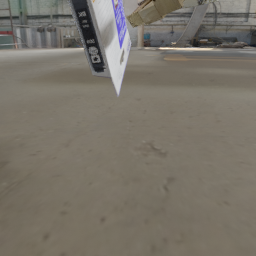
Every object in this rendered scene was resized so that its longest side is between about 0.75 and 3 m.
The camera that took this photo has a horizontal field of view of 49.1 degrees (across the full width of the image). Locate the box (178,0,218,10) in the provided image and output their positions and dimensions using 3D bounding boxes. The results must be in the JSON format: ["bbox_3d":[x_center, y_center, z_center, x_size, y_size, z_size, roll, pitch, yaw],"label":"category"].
[{"bbox_3d":[2.189,-4.221,8.995,1.351,0.555,0.462,-2,30,26],"label":"box"}]

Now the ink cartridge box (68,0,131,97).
[{"bbox_3d":[-0.486,-2.311,6.303,0.515,2.374,2.352,-2,45,14],"label":"ink cartridge box"}]

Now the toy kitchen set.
[{"bbox_3d":[0.535,-3.030,5.579,1.466,1.323,1.196,2,49,53],"label":"toy kitchen set"}]
